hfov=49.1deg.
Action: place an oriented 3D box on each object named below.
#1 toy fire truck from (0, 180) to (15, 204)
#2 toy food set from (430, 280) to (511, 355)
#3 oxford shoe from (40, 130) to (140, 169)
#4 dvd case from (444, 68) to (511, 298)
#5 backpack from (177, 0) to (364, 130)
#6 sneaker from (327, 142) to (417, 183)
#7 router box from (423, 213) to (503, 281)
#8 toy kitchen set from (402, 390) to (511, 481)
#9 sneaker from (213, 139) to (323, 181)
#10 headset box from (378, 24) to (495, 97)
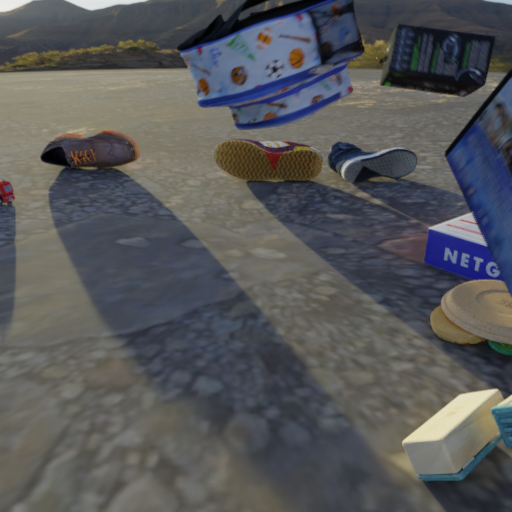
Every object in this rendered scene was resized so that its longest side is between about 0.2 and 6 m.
[{"bbox_3d":[-5.439,-1.540,11.163,1.260,0.888,0.307,8,25,19],"label":"toy fire truck"},{"bbox_3d":[2.866,0.704,6.438,1.453,0.357,1.468,17,28,34],"label":"toy food set"},{"bbox_3d":[-4.019,-2.427,13.527,2.614,0.932,0.953,2,33,25],"label":"oxford shoe"},{"bbox_3d":[2.210,-0.774,3.930,0.194,2.211,1.578,-8,65,-16],"label":"dvd case"},{"bbox_3d":[0.175,-3.368,9.717,2.741,2.217,2.878,-24,15,-33],"label":"backpack"},{"bbox_3d":[2.632,-2.280,13.127,1.956,0.744,1.414,-8,27,-17],"label":"sneaker"},{"bbox_3d":[3.993,-0.066,8.003,2.095,0.570,2.334,-17,28,-36],"label":"router box"},{"bbox_3d":[2.148,1.663,3.994,0.945,1.285,1.604,-19,-8,-38],"label":"toy kitchen set"},{"bbox_3d":[0.285,-2.215,12.925,2.490,0.933,1.122,9,18,2],"label":"sneaker"},{"bbox_3d":[3.024,-3.385,9.790,1.716,0.796,1.494,10,9,5],"label":"headset box"}]
